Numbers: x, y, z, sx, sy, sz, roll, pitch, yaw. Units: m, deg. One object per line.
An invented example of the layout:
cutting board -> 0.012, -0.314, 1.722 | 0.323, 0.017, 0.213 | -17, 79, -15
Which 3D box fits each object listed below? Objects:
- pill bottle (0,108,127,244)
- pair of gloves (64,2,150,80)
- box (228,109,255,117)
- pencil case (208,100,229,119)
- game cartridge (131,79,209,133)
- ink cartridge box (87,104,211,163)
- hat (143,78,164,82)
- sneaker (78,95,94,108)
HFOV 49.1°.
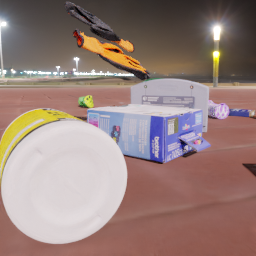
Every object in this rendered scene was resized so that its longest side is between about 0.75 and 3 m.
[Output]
pill bottle -> -1.068, 0.414, 3.873 | 1.320, 1.320, 2.372 | -5, 11, -26
pair of gloves -> -0.431, -1.980, 6.337 | 2.034, 0.282, 2.283 | 20, 32, -37
box -> 5.026, -0.731, 13.189 | 1.648, 0.267, 0.998 | 5, 11, 31
pencil case -> 3.879, -0.827, 12.425 | 0.696, 0.709, 1.658 | 10, 10, -8
game cartridge -> 1.339, -0.764, 9.281 | 2.559, 1.704, 0.523 | 4, 15, 18
ink cartridge box -> 0.571, 0.030, 6.739 | 2.704, 1.032, 1.845 | 6, 11, 38
hat -> 1.212, -0.420, 11.536 | 2.382, 2.531, 2.876 | 2, 45, -14
sneaker -> -2.504, -1.505, 16.543 | 0.852, 0.756, 2.040 | -13, 7, -3
